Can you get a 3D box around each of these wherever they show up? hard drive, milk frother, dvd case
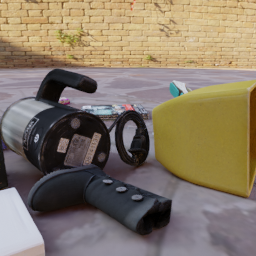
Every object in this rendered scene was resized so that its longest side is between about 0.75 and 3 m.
[{"bbox_3d":[-2.867,1.672,3.857,2.891,0.380,1.906,-10,18,-31],"label":"hard drive"},{"bbox_3d":[-1.262,0.172,7.154,2.666,2.558,2.835,19,-18,49],"label":"milk frother"},{"bbox_3d":[-0.658,-0.718,12.637,2.898,0.319,2.116,-1,15,-8],"label":"dvd case"}]

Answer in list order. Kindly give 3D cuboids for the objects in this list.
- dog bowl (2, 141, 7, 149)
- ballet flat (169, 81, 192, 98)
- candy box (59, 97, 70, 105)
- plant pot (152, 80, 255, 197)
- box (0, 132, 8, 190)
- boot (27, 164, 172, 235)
[{"bbox_3d":[-4.048,0.285,8.580,1.220,0.480,1.220,-3,17,1],"label":"dog bowl"},{"bbox_3d":[2.562,-1.297,12.286,0.963,0.963,2.774,-2,36,-7],"label":"ballet flat"},{"bbox_3d":[-3.639,-1.486,15.469,0.599,0.268,0.878,-10,18,-30],"label":"candy box"},{"bbox_3d":[1.822,0.073,6.659,2.230,2.166,2.180,2,14,29],"label":"plant pot"},{"bbox_3d":[-3.400,0.367,5.815,1.147,1.846,1.371,-14,21,-41],"label":"box"},{"bbox_3d":[-0.496,1.319,4.840,2.025,0.665,1.669,21,29,39],"label":"boot"}]
